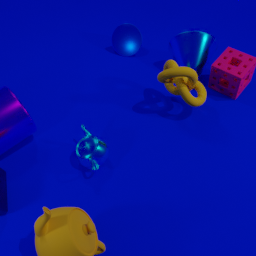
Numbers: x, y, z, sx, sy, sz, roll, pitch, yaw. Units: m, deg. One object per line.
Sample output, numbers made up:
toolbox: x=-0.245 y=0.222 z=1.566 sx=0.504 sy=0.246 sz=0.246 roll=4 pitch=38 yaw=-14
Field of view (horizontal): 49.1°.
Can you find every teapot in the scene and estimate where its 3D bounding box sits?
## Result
teapot: x=-1.005 y=1.840 z=4.789 sx=0.908 sy=1.855 sz=1.153 roll=-30 pitch=41 yaw=13
teapot: x=-0.901 y=0.496 z=6.727 sx=0.831 sy=0.655 sz=1.337 roll=-27 pitch=52 yaw=10

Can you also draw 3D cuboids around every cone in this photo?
cone: x=2.054 y=-1.955 z=9.067 sx=1.612 sy=1.612 sz=1.618 roll=5 pitch=74 yaw=5
cone: x=0.094 y=-3.308 z=10.498 sx=1.131 sy=1.131 sz=1.135 roll=12 pitch=21 yaw=11

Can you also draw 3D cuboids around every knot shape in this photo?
knot shape: x=1.531 y=-1.190 z=7.676 sx=1.489 sy=0.735 sz=1.591 roll=37 pitch=7 yaw=-5

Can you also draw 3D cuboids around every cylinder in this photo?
cylinder: x=-3.181 y=-0.113 z=6.815 sx=1.361 sy=1.361 sz=1.361 roll=-37 pitch=57 yaw=-21

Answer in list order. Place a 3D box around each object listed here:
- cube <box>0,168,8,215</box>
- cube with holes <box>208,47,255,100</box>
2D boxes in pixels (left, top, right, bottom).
cube: x=-3.103 y=1.275 z=5.650 sx=0.949 sy=0.949 sz=0.949 roll=-13 pitch=63 yaw=-4
cube with holes: x=3.160 y=-1.663 z=8.523 sx=0.948 sy=0.948 sz=0.948 roll=33 pitch=67 yaw=26
